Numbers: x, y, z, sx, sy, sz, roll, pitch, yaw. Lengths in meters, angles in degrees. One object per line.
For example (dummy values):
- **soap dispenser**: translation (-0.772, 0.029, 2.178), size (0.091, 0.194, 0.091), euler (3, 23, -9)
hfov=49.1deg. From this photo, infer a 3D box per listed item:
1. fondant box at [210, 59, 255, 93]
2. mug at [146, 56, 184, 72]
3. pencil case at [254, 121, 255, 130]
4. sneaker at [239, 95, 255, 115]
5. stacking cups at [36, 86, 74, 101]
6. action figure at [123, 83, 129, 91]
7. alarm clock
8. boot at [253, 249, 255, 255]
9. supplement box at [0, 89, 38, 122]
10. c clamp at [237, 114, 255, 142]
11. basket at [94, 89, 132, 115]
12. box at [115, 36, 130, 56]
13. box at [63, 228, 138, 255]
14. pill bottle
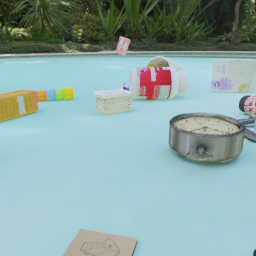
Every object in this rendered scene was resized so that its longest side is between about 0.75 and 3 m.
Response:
- **fondant box**: translation (6.370, -3.115, 16.664), size (2.644, 1.907, 0.770), euler (3, 17, 9)
- **mug**: translation (2.337, -3.534, 18.072), size (2.565, 2.054, 2.105), euler (26, 22, 39)
- **pencil case**: translation (4.610, -0.041, 9.159), size (0.490, 0.490, 1.121), euler (-3, 3, -9)
- **sneaker**: translation (6.280, -1.020, 11.754), size (2.945, 0.983, 1.578), euler (-12, 22, -24)
- **stacking cups**: translation (-3.995, -1.684, 14.536), size (2.323, 0.703, 0.703), euler (-9, 19, -11)
- **action figure**: translation (0.043, -2.402, 16.414), size (0.527, 0.800, 1.616), euler (-6, 16, -19)
- **alarm clock**: translation (2.028, 0.333, 7.494), size (1.997, 0.985, 2.960), euler (7, 17, 19)
- **boot**: translation (2.461, 1.827, 3.956), size (1.074, 0.390, 0.977), euler (-3, 19, -30)
- **supplement box**: translation (-5.062, -0.846, 11.188), size (0.971, 1.004, 2.918), euler (8, 22, 30)
- **c clamp**: translation (4.616, -0.043, 9.564), size (1.994, 0.316, 2.334), euler (-3, 22, -5)
- **basket**: translation (-0.660, -1.160, 12.282), size (1.445, 0.891, 0.980), euler (-9, 19, -28)
- **box**: translation (-0.260, -4.104, 14.024), size (0.392, 0.827, 0.424), euler (5, 22, -39)
- **box**: translation (-0.416, 1.853, 4.190), size (0.981, 0.104, 0.802), euler (4, 18, 14)
- **pill bottle**: translation (1.590, -2.392, 14.859), size (2.955, 1.659, 1.659), euler (-2, 18, -6)
